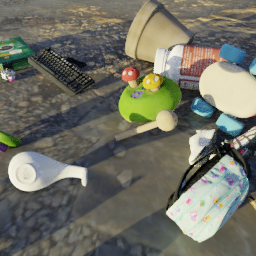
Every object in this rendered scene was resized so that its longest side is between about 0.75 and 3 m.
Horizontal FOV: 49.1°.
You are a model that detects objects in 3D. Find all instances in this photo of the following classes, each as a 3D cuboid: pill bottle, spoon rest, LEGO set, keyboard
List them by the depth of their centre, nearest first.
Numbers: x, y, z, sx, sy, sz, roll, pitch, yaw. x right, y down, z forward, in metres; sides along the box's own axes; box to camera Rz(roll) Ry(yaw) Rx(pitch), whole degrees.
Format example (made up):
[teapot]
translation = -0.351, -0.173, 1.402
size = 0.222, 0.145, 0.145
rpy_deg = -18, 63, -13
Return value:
[spoon rest]
translation = -1.950, 1.112, 6.904
size = 2.022, 1.005, 0.613
rpy_deg = 4, 5, 6
[pill bottle]
translation = 2.445, -2.232, 10.406
size = 2.828, 1.587, 1.587
rpy_deg = 8, 40, 9
[keyboard]
translation = -2.495, -2.397, 11.067
size = 2.689, 0.345, 1.615
rpy_deg = 38, 55, 18
[LEGO set]
translation = -5.640, -2.225, 11.274
size = 2.263, 0.842, 1.041
rpy_deg = 22, 9, 31

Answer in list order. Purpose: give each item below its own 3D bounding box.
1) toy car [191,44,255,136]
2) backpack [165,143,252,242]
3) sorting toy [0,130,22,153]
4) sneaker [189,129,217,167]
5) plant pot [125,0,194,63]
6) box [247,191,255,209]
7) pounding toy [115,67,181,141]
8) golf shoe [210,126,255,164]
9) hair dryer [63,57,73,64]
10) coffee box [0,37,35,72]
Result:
[toy car]
translation = 3.765, -1.129, 9.142
size = 2.474, 2.280, 2.188
rpy_deg = 4, 28, -44
[backpack]
translation = 1.731, 1.436, 6.034
size = 1.917, 1.600, 1.214
rpy_deg = -34, 61, -30
[sorting toy]
translation = -4.128, 0.268, 7.781
size = 1.244, 2.071, 0.850
rpy_deg = 3, 65, 64
[sneaker]
translation = 2.021, 0.554, 7.956
size = 0.671, 0.574, 1.541
rpy_deg = 7, 33, 32
[plant pot]
translation = 1.462, -3.730, 11.877
size = 2.216, 2.554, 2.554
rpy_deg = 32, 46, 9
[box]
translation = 4.241, 1.953, 6.373
size = 2.252, 0.240, 1.841
rpy_deg = -12, 41, -15
[pounding toy]
translation = 0.503, -1.084, 8.692
size = 2.098, 1.261, 2.718
rpy_deg = -10, 42, 17
[golf shoe]
translation = 3.119, 0.469, 7.780
size = 0.932, 0.817, 2.116
rpy_deg = 21, 42, 37
[hair dryer]
translation = -2.838, -2.633, 11.774
size = 1.341, 0.478, 1.761
rpy_deg = -14, 43, -19
[coffee box]
translation = -5.169, -3.337, 12.567
size = 1.527, 0.546, 2.483
rpy_deg = -23, 45, -26
